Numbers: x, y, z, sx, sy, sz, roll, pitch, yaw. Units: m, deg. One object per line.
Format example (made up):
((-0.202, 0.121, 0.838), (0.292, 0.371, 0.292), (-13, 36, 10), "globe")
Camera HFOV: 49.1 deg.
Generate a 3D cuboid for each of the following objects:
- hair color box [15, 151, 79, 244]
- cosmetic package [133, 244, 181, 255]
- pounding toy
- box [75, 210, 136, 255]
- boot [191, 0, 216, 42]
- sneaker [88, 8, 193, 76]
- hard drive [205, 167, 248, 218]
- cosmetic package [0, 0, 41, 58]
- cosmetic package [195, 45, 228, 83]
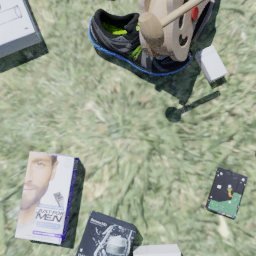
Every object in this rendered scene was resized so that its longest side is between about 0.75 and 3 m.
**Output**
((-2.030, 1.721, 7.135), (1.163, 0.690, 2.129), (8, 83, 1), "hair color box")
((0.785, 4.441, 6.856), (1.184, 0.727, 2.869), (-4, 85, -1), "cosmetic package")
((1.318, -2.428, 6.172), (1.699, 1.693, 2.961), (19, 59, 32), "pounding toy")
((-0.558, 2.875, 6.997), (1.216, 0.754, 1.196), (19, 83, 2), "box")
((1.497, -3.499, 7.544), (1.647, 0.800, 2.187), (18, 81, 1), "boot")
((0.301, -2.224, 7.192), (2.823, 1.170, 1.001), (21, 66, 1), "sneaker")
((2.588, 1.688, 7.364), (0.797, 0.216, 1.141), (18, 84, 2), "hard drive")
((-3.874, -3.297, 7.570), (2.089, 0.716, 2.771), (-23, 85, -6), "cosmetic package")
((2.253, -1.728, 7.614), (0.495, 0.356, 0.877), (-24, 86, -2), "cosmetic package")
